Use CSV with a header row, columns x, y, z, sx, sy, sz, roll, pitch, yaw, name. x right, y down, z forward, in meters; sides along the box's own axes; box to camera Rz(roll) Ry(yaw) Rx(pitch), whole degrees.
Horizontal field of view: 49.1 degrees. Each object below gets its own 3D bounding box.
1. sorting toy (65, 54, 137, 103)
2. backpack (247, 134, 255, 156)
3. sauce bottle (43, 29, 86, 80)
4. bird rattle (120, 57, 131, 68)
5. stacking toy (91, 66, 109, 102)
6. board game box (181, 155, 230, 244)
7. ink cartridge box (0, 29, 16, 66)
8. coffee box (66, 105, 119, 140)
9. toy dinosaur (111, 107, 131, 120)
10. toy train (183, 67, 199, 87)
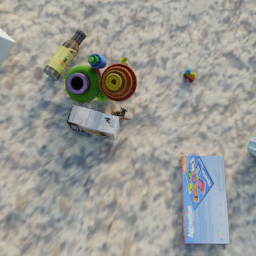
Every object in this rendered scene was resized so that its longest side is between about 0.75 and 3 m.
x,y,z,sx,sy,sz,roll,pitch,yaw,name
-1.119,-1.748,9.925,2.835,1.164,1.703,-1,97,13,sorting toy
4.990,0.787,9.702,1.549,1.292,0.980,38,83,15,backpack
-2.395,-2.886,10.879,0.697,0.697,2.154,31,80,8,sauce bottle
-0.228,-2.386,10.930,0.635,0.438,0.778,41,82,-7,bird rattle
-0.999,-1.724,10.819,1.370,0.579,1.240,23,103,9,stacking toy
2.646,2.435,9.719,1.521,0.287,2.954,1,76,-1,board game box
-5.952,-3.731,10.319,2.754,2.001,1.205,38,99,10,ink cartridge box
-1.219,-0.177,10.045,1.708,0.965,0.682,14,76,5,coffee box
-0.252,-0.498,10.505,0.771,0.394,0.523,26,91,-12,toy dinosaur
2.510,-1.960,10.739,0.762,0.441,0.322,42,62,12,toy train
